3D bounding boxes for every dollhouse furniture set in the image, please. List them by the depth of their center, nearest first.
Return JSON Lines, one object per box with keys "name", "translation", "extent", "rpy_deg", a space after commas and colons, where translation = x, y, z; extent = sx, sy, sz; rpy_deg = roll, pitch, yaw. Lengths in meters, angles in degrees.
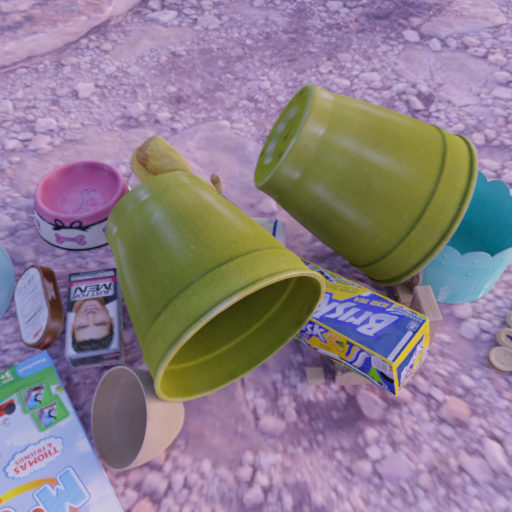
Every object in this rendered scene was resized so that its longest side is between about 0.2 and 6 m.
{"name": "dollhouse furniture set", "translation": [1.820, 1.068, 9.343], "extent": [2.146, 1.048, 1.830], "rpy_deg": [-3, 48, -3]}

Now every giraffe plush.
{"name": "giraffe plush", "translation": [-1.744, -0.737, 10.412], "extent": [2.379, 2.053, 1.929], "rpy_deg": [32, 73, 16]}

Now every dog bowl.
{"name": "dog bowl", "translation": [-3.528, -1.130, 11.467], "extent": [2.128, 0.785, 2.128], "rpy_deg": [0, 48, 1]}

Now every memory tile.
{"name": "memory tile", "translation": [4.884, 1.507, 9.546], "extent": [1.447, 0.158, 1.888], "rpy_deg": [28, 54, 23]}

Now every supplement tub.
{"name": "supplement tub", "translation": [-0.185, -0.210, 10.462], "extent": [1.432, 1.038, 1.038], "rpy_deg": [5, 49, 6]}

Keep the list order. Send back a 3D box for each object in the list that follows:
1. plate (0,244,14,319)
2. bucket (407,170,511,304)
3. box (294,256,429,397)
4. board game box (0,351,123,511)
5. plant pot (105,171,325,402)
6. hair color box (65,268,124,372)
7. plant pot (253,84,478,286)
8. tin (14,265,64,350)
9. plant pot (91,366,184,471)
{"name": "plate", "translation": [-5.486, 0.388, 9.684], "extent": [2.427, 0.310, 2.427], "rpy_deg": [10, 64, -22]}
{"name": "bucket", "translation": [3.606, -0.372, 10.293], "extent": [2.368, 1.541, 2.368], "rpy_deg": [1, 48, -1]}
{"name": "box", "translation": [1.263, 0.988, 9.057], "extent": [2.912, 0.936, 1.020], "rpy_deg": [27, 60, 36]}
{"name": "board game box", "translation": [-3.482, 3.073, 7.887], "extent": [2.303, 0.557, 3.045], "rpy_deg": [-26, 54, -22]}
{"name": "plant pot", "translation": [-0.873, 0.237, 8.188], "extent": [2.718, 2.718, 2.617], "rpy_deg": [-27, 62, -22]}
{"name": "hair color box", "translation": [-2.782, 1.060, 9.687], "extent": [0.866, 0.531, 1.750], "rpy_deg": [-8, 49, -8]}
{"name": "plant pot", "translation": [1.602, -1.419, 9.597], "extent": [2.850, 2.960, 2.960], "rpy_deg": [26, 47, -15]}
{"name": "tin", "translation": [-3.767, 0.863, 9.639], "extent": [0.337, 0.902, 1.611], "rpy_deg": [18, 35, -47]}
{"name": "plant pot", "translation": [-1.619, 2.324, 8.178], "extent": [0.950, 1.415, 1.415], "rpy_deg": [11, 34, -45]}
